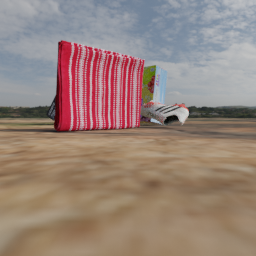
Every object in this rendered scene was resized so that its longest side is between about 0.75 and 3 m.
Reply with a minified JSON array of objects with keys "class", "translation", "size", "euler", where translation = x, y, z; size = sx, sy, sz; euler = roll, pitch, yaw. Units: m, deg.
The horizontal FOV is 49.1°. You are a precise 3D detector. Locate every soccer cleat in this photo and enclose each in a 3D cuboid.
[{"class":"soccer cleat","translation":[0.864,-0.351,7.334],"size":[1.442,0.614,0.495],"euler":[4,-36,30]}]

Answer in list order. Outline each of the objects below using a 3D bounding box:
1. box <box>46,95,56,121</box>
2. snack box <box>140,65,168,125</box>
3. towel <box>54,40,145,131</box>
[{"class":"box","translation":[-1.975,-1.155,10.176],"size":[0.436,1.753,1.740],"euler":[36,20,15]},{"class":"snack box","translation":[0.192,-1.121,10.158],"size":[2.316,1.953,0.784],"euler":[1,-8,42]},{"class":"towel","translation":[-0.505,-0.810,6.040],"size":[0.270,1.736,2.400],"euler":[10,9,44]}]
